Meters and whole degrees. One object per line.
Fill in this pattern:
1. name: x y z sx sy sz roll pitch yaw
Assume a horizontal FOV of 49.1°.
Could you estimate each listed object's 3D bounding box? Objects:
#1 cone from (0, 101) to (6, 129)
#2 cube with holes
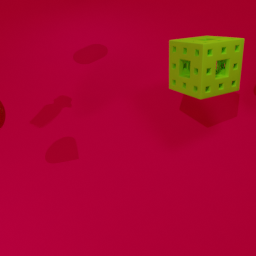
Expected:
1. cone: -2.580 -0.233 4.717 0.890 0.893 0.890 -1 92 -20
2. cube with holes: 1.824 -1.501 6.708 1.193 1.193 1.193 -14 25 -25
